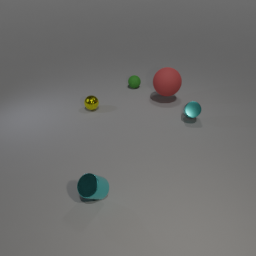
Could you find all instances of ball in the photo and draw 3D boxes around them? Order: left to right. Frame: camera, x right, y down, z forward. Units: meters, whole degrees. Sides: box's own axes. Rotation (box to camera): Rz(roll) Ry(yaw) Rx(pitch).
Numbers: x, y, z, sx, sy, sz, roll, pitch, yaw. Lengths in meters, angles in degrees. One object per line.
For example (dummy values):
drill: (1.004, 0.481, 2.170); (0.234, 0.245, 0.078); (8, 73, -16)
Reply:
ball: (-1.720, -1.191, 13.215); (0.700, 0.700, 0.700); (0, 31, 0)
ball: (0.352, -2.565, 15.491); (0.700, 0.700, 0.700); (0, 31, 0)
ball: (1.916, -2.255, 13.691); (1.400, 1.400, 1.400); (0, 31, 0)

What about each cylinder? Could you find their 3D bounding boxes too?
cylinder: (-1.007, 1.715, 8.167); (0.700, 0.700, 0.700); (-8, 69, 22)
cylinder: (2.792, -0.778, 12.216); (0.700, 0.700, 0.700); (3, -1, 5)
